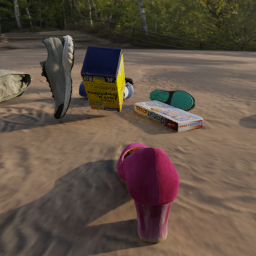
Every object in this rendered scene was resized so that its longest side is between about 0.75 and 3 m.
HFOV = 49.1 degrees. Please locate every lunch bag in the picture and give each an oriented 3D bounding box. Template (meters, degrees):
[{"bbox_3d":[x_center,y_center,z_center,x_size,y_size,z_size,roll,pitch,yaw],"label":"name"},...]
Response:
[{"bbox_3d":[-5.546,-1.956,12.342,1.747,1.252,2.130,8,25,23],"label":"lunch bag"}]

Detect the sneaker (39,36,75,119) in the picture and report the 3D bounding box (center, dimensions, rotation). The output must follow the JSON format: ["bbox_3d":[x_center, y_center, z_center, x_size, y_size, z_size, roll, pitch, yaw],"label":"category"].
[{"bbox_3d":[-2.236,-1.560,8.788,1.030,2.597,0.960,1,15,-15],"label":"sneaker"}]

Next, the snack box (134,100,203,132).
[{"bbox_3d":[1.261,-0.470,9.409,0.960,0.324,2.669,-9,21,-26],"label":"snack box"}]

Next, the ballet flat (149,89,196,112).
[{"bbox_3d":[1.801,-1.048,10.554,0.768,0.777,2.284,17,6,-41],"label":"ballet flat"}]

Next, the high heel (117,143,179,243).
[{"bbox_3d":[0.259,0.484,4.954,0.992,1.412,2.945,1,19,2],"label":"high heel"}]

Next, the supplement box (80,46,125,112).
[{"bbox_3d":[-0.750,-1.542,9.249,1.108,2.035,1.114,6,64,6],"label":"supplement box"}]

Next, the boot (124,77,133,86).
[{"bbox_3d":[-0.335,-2.475,15.000,1.287,0.484,0.963,2,19,3],"label":"boot"}]

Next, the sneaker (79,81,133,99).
[{"bbox_3d":[-1.044,-1.572,11.676,2.341,0.946,1.352,6,18,13],"label":"sneaker"}]
